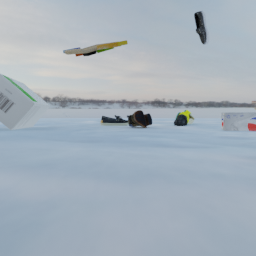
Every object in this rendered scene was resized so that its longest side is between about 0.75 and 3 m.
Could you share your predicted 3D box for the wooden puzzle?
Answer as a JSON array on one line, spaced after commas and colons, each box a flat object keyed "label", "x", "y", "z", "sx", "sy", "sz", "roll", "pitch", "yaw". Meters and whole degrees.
[{"label": "wooden puzzle", "x": -1.350, "y": -3.038, "z": 10.868, "sx": 1.911, "sy": 0.331, "sz": 2.833, "roll": -19, "pitch": 21, "yaw": -25}]

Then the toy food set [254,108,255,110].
[{"label": "toy food set", "x": 5.194, "y": -0.297, "z": 10.455, "sx": 1.043, "sy": 0.579, "sz": 1.773, "roll": 25, "pitch": 11, "yaw": 13}]

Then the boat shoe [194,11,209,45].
[{"label": "boat shoe", "x": 2.846, "y": -3.909, "z": 10.985, "sx": 0.432, "sy": 1.305, "sz": 0.456, "roll": -15, "pitch": 14, "yaw": -19}]

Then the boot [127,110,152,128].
[{"label": "boot", "x": 0.228, "y": -0.200, "z": 8.837, "sx": 0.725, "sy": 0.559, "sz": 1.496, "roll": -14, "pitch": -8, "yaw": 21}]

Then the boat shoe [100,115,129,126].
[{"label": "boat shoe", "x": -0.415, "y": -0.296, "z": 10.913, "sx": 1.333, "sy": 0.415, "sz": 0.497, "roll": 1, "pitch": 0, "yaw": -10}]

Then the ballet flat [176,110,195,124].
[{"label": "ballet flat", "x": 2.725, "y": -0.434, "z": 12.992, "sx": 0.680, "sy": 0.678, "sz": 2.029, "roll": 23, "pitch": 13, "yaw": 18}]

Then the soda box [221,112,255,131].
[{"label": "soda box", "x": 3.154, "y": -0.165, "z": 7.056, "sx": 1.483, "sy": 0.471, "sz": 0.506, "roll": 0, "pitch": 2, "yaw": 9}]

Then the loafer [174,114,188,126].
[{"label": "loafer", "x": 2.029, "y": -0.313, "z": 10.767, "sx": 0.433, "sy": 0.447, "sz": 1.274, "roll": 1, "pitch": 3, "yaw": 23}]

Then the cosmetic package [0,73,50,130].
[{"label": "cosmetic package", "x": -3.235, "y": -0.711, "z": 8.186, "sx": 1.254, "sy": 0.988, "sz": 2.330, "roll": 41, "pitch": -1, "yaw": -7}]
